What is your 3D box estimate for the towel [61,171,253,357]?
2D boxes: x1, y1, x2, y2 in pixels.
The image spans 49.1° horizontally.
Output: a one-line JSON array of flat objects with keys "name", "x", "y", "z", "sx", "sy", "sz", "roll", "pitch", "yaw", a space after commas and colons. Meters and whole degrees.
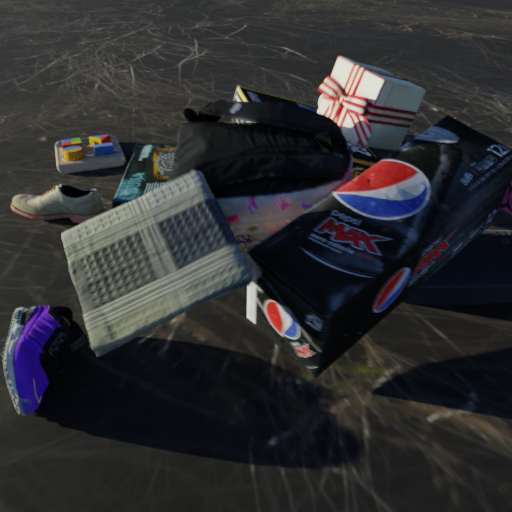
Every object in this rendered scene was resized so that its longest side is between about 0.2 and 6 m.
[{"name": "towel", "x": -1.341, "y": 0.037, "z": 7.230, "sx": 2.167, "sy": 0.374, "sz": 2.086, "roll": -25, "pitch": 56, "yaw": -4}]

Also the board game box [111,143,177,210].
[{"name": "board game box", "x": -1.940, "y": -1.808, "z": 12.886, "sx": 2.135, "sy": 0.444, "sz": 3.157, "roll": 0, "pitch": 34, "yaw": 0}]

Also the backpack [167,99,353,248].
[{"name": "backpack", "x": 0.146, "y": -1.307, "z": 9.456, "sx": 2.950, "sy": 1.867, "sz": 2.462, "roll": -2, "pitch": 57, "yaw": 5}]

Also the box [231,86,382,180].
[{"name": "box", "x": 1.086, "y": -2.794, "z": 13.297, "sx": 2.888, "sy": 0.892, "sz": 3.617, "roll": 11, "pitch": 29, "yaw": -19}]

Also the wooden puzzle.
[{"name": "wooden puzzle", "x": -4.275, "y": -2.714, "z": 14.288, "sx": 1.635, "sy": 0.409, "sz": 1.765, "roll": -11, "pitch": 35, "yaw": -16}]

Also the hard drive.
[{"name": "hard drive", "x": 3.489, "y": 0.185, "z": 9.734, "sx": 2.584, "sy": 0.547, "sz": 1.743, "roll": -2, "pitch": 34, "yaw": 0}]

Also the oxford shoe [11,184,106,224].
[{"name": "oxford shoe", "x": -4.139, "y": -1.186, "z": 11.653, "sx": 2.054, "sy": 0.758, "sz": 0.727, "roll": 4, "pitch": 34, "yaw": 6}]

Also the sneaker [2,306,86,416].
[{"name": "sneaker", "x": -2.928, "y": 1.320, "z": 7.913, "sx": 1.008, "sy": 0.705, "sz": 2.027, "roll": -8, "pitch": 34, "yaw": -12}]

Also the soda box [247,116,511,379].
[{"name": "soda box", "x": 2.019, "y": -0.332, "z": 8.562, "sx": 4.676, "sy": 1.655, "sz": 1.481, "roll": -35, "pitch": 58, "yaw": -28}]

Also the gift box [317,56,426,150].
[{"name": "gift box", "x": 1.881, "y": -2.481, "z": 9.616, "sx": 1.349, "sy": 1.444, "sz": 1.333, "roll": -2, "pitch": 29, "yaw": -39}]

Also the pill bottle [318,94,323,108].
[{"name": "pill bottle", "x": 1.591, "y": -2.932, "z": 10.698, "sx": 0.753, "sy": 0.418, "sz": 0.418, "roll": -19, "pitch": 38, "yaw": -33}]

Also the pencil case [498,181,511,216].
[{"name": "pencil case", "x": 4.723, "y": -0.878, "z": 9.592, "sx": 0.777, "sy": 0.803, "sz": 1.713, "roll": 2, "pitch": 28, "yaw": -15}]
